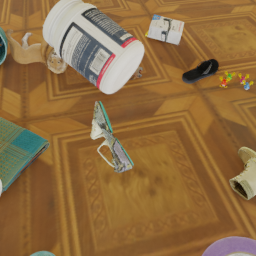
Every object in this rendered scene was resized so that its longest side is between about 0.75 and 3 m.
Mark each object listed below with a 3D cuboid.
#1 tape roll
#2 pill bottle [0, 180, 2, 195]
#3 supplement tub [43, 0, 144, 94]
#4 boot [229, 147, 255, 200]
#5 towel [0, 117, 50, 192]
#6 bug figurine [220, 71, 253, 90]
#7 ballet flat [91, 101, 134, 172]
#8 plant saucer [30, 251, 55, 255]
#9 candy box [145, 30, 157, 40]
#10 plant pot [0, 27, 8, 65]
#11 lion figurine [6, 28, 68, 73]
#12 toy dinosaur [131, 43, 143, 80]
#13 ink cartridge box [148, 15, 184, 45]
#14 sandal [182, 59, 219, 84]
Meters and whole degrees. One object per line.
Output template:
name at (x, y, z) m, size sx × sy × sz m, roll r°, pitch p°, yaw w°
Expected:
tape roll at (2.152, 3.124, 5.247) m, size 1.902 × 0.808 × 1.902 m, roll 0°, pitch 49°, yaw 0°
pill bottle at (-4.152, 1.324, 6.633) m, size 2.051 × 1.156 × 1.156 m, roll 12°, pitch 49°, yaw 12°
supplement tub at (-1.063, -2.595, 8.865) m, size 2.772 × 1.945 × 1.945 m, roll 40°, pitch 57°, yaw 6°
boot at (3.044, 1.143, 7.264) m, size 1.036 × 0.483 × 1.339 m, roll -19°, pitch 52°, yaw -15°
towel at (-3.759, 0.555, 7.951) m, size 2.551 × 0.277 × 1.871 m, roll 22°, pitch 52°, yaw 20°
bug figurine at (3.821, -1.665, 9.926) m, size 1.121 × 0.288 × 0.869 m, roll 13°, pitch 43°, yaw 17°
ballet flat at (-0.441, 0.211, 5.589) m, size 0.549 × 0.549 × 1.526 m, roll -26°, pitch 86°, yaw -22°
plant saucer at (-1.813, 3.011, 5.786) m, size 0.861 × 0.155 × 0.861 m, roll 0°, pitch 49°, yaw 0°
candy box at (1.220, -4.284, 12.382) m, size 0.551 × 0.142 × 1.078 m, roll 20°, pitch 51°, yaw 17°
plant pot at (-5.338, -3.282, 10.613) m, size 1.658 × 1.658 × 1.558 m, roll -8°, pitch 33°, yaw -7°
lion figurine at (-3.468, -2.855, 10.550) m, size 2.731 × 1.673 × 0.990 m, roll 2°, pitch 2°, yaw 21°
toy dinosaur at (-0.037, -2.605, 10.434) m, size 0.833 × 1.315 × 1.941 m, roll 8°, pitch 19°, yaw -18°
ink cartridge box at (1.619, -4.174, 11.873) m, size 1.360 × 0.573 × 0.983 m, roll 15°, pitch 51°, yaw 3°
sandal at (2.738, -2.139, 10.289) m, size 1.741 × 0.373 × 0.662 m, roll -33°, pitch 56°, yaw -26°
